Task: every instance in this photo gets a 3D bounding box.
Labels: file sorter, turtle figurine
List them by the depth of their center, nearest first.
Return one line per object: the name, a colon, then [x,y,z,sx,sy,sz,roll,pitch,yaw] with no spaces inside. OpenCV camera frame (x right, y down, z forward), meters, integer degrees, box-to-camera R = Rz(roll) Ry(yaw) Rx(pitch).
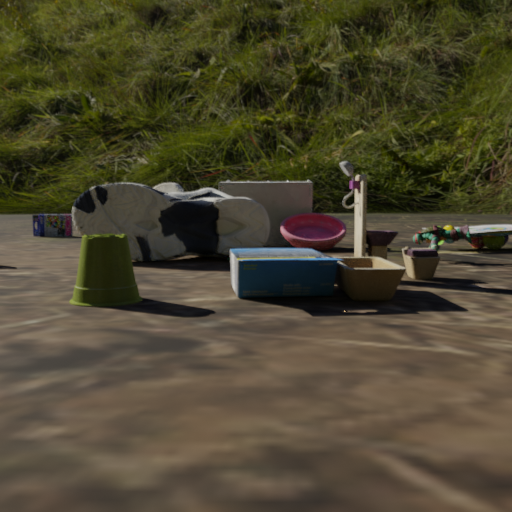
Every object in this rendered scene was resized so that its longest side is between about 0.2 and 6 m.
turtle figurine: [3.021,-0.257,9.327,1.039,0.523,0.777,-12,1,21]
file sorter: [0.254,-1.068,13.162,2.087,1.448,1.299,0,13,4]

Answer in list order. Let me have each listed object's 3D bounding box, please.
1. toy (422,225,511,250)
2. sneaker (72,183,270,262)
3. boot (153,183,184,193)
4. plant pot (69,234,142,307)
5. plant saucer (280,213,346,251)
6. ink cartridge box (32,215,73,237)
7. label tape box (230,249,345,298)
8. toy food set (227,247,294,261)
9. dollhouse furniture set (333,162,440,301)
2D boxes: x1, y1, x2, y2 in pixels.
toy: [4.798,-0.388,11.877,2.185,0.516,1.258,0,8,-14]
sneaker: [-1.447,-0.611,10.227,3.324,1.327,2.163,-3,2,-1]
boot: [-1.914,-0.798,11.415,2.051,0.746,0.927,-34,-19,35]
plant pot: [-1.511,0.123,5.645,0.718,0.682,0.718,1,5,0]
plant saucer: [1.194,-0.480,11.749,1.373,0.348,1.373,0,29,0]
ink cartridge box: [-5.852,-0.868,16.117,1.083,0.646,0.227,-1,6,-18]
label tape box: [0.273,0.194,6.037,1.036,0.455,1.436,-1,6,-6]
toy food set: [0.132,0.034,8.650,1.155,0.281,1.144,3,6,31]
dollhouse furniture set: [1.528,-0.370,6.416,1.682,1.507,2.123,0,5,-1]
